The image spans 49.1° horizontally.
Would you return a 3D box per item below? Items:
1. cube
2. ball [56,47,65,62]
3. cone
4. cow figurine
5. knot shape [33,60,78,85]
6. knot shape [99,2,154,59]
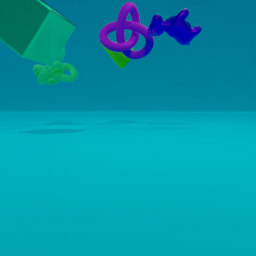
[{"bbox_3d":[-1.796,-1.919,5.306,0.984,0.984,0.984,38,12,9],"label":"cube"},{"bbox_3d":[-2.710,-2.714,9.846,0.982,0.982,0.982,0,4,0],"label":"ball"},{"bbox_3d":[-0.573,-3.060,10.948,1.144,1.140,1.140,15,-5,-31],"label":"cone"},{"bbox_3d":[1.317,-2.924,8.384,1.349,1.371,0.752,-39,11,15],"label":"cow figurine"},{"bbox_3d":[-2.315,-1.784,9.101,1.365,0.674,1.458,-10,8,-24],"label":"knot shape"},{"bbox_3d":[0.012,-3.311,9.440,1.848,1.729,0.854,8,4,-24],"label":"knot shape"}]
